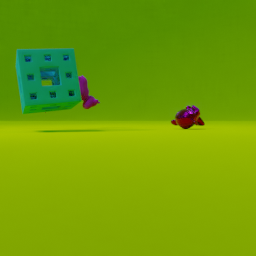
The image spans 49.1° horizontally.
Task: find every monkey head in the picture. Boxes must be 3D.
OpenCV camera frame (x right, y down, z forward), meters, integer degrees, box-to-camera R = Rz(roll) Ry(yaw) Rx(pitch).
[{"bbox_3d":[1.665,-0.196,7.532,0.648,0.773,1.075,-48,19,-18],"label":"monkey head"}]

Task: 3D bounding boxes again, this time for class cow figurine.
[{"bbox_3d":[-1.257,-1.031,8.075,0.937,0.952,0.522,4,1,-30],"label":"cow figurine"}]

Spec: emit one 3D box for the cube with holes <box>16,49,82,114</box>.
[{"bbox_3d":[-1.707,-0.955,5.914,1.084,1.084,1.084,-8,-2,-23],"label":"cube with holes"}]
